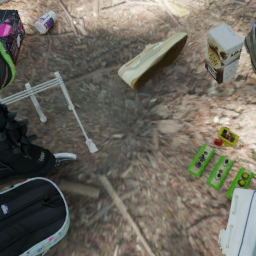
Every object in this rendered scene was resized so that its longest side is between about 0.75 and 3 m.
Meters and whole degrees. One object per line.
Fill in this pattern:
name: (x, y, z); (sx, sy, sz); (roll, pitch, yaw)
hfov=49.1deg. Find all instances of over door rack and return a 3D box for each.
over door rack: (-2.504, -0.054, 8.566); (2.136, 0.963, 2.891); (-25, 77, -12)

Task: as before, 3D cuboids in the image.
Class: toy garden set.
toy garden set: (3.195, 1.063, 8.105); (2.281, 0.455, 1.901); (32, 65, 17)

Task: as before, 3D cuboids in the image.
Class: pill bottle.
pill bottle: (-3.211, -4.203, 11.072); (0.497, 0.497, 0.892); (25, 63, 14)

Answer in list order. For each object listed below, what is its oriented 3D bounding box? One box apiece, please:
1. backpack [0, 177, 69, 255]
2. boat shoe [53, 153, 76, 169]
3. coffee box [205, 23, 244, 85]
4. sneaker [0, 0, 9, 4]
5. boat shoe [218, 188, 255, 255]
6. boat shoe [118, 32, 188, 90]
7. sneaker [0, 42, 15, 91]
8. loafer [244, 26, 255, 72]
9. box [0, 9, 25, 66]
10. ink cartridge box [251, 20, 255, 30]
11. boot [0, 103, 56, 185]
backpack: (-2.432, 2.245, 6.825); (1.972, 1.485, 1.750); (-29, 65, -19)
boat shoe: (-2.157, 1.008, 8.161); (1.303, 0.456, 0.432); (-4, 67, -1)
coffee box: (2.630, -2.019, 7.808); (0.579, 1.452, 0.820); (-27, 60, -3)
sneaker: (-5.250, -6.252, 11.922); (0.938, 1.030, 2.511); (31, 65, 16)
boat shoe: (2.730, 2.825, 6.956); (0.929, 1.024, 2.783); (9, 58, 37)
boat shoe: (0.924, -2.559, 9.859); (2.925, 1.055, 0.950); (-42, 69, -15)
sneaker: (-3.551, -1.847, 6.245); (1.110, 2.893, 1.212); (4, 52, 19)
loafer: (4.870, -2.643, 10.036); (0.859, 0.752, 2.392); (-11, 61, -6)
box: (-4.667, -3.291, 10.204); (1.250, 1.085, 1.891); (1, 58, -1)
ink cartridge box: (5.605, -3.760, 10.672); (1.584, 0.745, 0.350); (16, 60, 9)
boot: (-3.489, 0.495, 6.938); (2.922, 2.395, 1.081); (-8, 54, 19)
